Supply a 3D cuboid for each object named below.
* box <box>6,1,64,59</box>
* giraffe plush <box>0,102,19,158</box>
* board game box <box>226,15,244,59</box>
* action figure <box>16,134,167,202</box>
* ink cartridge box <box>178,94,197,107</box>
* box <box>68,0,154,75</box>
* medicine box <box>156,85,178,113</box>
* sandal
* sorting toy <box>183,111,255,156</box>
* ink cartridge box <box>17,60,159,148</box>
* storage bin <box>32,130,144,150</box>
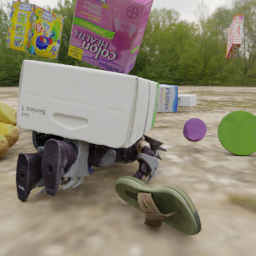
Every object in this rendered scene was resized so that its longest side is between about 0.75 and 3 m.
[{"bbox_3d":[-3.498,-3.655,10.653,1.071,1.690,1.755,17,12,20],"label":"box"},{"bbox_3d":[-3.223,-0.010,5.493,1.390,1.714,1.479,-32,20,17],"label":"giraffe plush"},{"bbox_3d":[3.602,-3.031,9.484,0.299,0.979,1.292,5,-7,10],"label":"board game box"},{"bbox_3d":[-0.410,0.417,4.171,1.516,0.808,2.331,1,6,38],"label":"action figure"},{"bbox_3d":[2.876,-1.504,15.167,1.409,0.605,1.031,5,11,33],"label":"ink cartridge box"},{"bbox_3d":[-0.562,-2.964,8.337,1.931,2.196,1.062,23,36,6],"label":"box"},{"bbox_3d":[0.921,-1.403,12.984,2.274,1.171,2.071,-2,11,-9],"label":"medicine box"},{"bbox_3d":[0.233,0.833,2.891,0.353,0.492,1.238,-29,19,-34],"label":"sandal"},{"bbox_3d":[2.479,0.192,5.925,2.617,0.907,0.901,4,-12,9],"label":"sorting toy"},{"bbox_3d":[-0.397,-0.394,4.086,1.467,0.847,2.008,10,8,11],"label":"ink cartridge box"},{"bbox_3d":[-0.790,-0.234,5.781,2.127,1.438,0.997,2,11,12],"label":"storage bin"}]
